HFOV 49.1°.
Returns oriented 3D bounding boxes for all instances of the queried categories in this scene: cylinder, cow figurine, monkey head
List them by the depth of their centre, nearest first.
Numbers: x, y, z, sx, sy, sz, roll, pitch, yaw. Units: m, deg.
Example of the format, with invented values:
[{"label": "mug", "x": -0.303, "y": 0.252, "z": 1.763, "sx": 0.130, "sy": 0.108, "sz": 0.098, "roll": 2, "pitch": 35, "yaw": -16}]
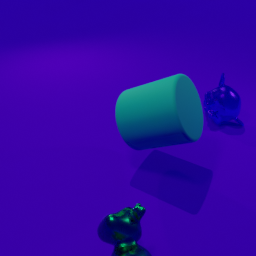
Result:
[{"label": "cow figurine", "x": 0.123, "y": 1.879, "z": 3.937, "sx": 1.457, "sy": 0.800, "sz": 1.434, "roll": 36, "pitch": 42, "yaw": 5}, {"label": "cylinder", "x": 0.684, "y": -0.293, "z": 5.965, "sx": 1.392, "sy": 1.392, "sz": 1.392, "roll": -12, "pitch": 22, "yaw": 35}, {"label": "monkey head", "x": 2.673, "y": -0.697, "z": 8.034, "sx": 0.973, "sy": 1.614, "sz": 1.161, "roll": -23, "pitch": 5, "yaw": 6}]
